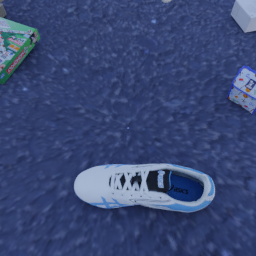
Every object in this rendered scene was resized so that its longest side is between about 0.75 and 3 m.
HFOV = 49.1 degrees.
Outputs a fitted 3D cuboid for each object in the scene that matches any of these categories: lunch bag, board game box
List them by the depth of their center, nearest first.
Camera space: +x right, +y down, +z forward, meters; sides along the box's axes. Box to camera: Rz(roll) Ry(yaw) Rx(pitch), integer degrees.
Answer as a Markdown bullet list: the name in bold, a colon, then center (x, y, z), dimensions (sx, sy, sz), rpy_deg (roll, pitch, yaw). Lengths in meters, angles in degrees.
- **lunch bag**: center (3.156, -1.005, 7.225), dimensions (0.898, 1.056, 0.654), rpy_deg (39, 64, 23)
- **board game box**: center (-4.477, -2.630, 8.579), dimensions (2.935, 0.427, 1.975), rpy_deg (22, 65, 14)

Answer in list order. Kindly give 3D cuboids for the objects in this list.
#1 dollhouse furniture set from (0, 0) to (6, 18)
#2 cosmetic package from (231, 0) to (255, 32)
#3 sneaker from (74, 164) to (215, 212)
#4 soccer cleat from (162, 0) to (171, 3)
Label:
- **dollhouse furniture set**: center (-4.799, -4.309, 8.840), dimensions (2.175, 2.152, 1.121), rpy_deg (25, 60, 16)
- **cosmetic package**: center (4.970, -4.008, 9.538), dimensions (2.577, 0.653, 1.064), rpy_deg (-13, 56, -9)
- **sneaker**: center (0.309, 1.134, 5.774), dimensions (2.900, 1.051, 1.042), rpy_deg (2, 56, 3)
- **soccer cleat**: center (0.815, -3.350, 5.993), dimensions (0.422, 1.218, 0.472), rpy_deg (-4, 21, -2)
